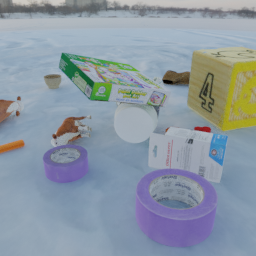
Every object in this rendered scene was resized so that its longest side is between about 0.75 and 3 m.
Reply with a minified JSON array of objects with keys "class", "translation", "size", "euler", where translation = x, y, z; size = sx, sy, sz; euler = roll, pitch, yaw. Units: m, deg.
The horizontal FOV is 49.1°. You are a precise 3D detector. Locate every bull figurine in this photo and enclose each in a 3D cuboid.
[{"class":"bull figurine","translation":[-5.630,-0.673,11.809],"size":[1.630,0.875,2.686],"euler":[2,23,10]},{"class":"bull figurine","translation":[-2.032,0.093,10.297],"size":[1.317,0.706,2.169],"euler":[-4,25,-2]}]

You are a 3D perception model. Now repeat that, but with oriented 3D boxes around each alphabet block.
[{"class":"alphabet block","translation":[4.472,-1.800,11.932],"size":[2.780,2.795,2.847],"euler":[-10,27,-17]}]

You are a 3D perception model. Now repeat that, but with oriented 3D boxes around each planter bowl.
[{"class":"planter bowl","translation":[-4.335,-2.671,16.251],"size":[1.012,0.681,1.012],"euler":[-1,25,0]}]

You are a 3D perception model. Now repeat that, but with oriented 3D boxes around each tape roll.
[{"class":"tape roll","translation":[1.111,1.792,6.630],"size":[1.876,0.797,1.876],"euler":[1,26,0]},{"class":"tape roll","translation":[-1.868,1.051,8.480],"size":[1.319,0.560,1.319],"euler":[0,26,0]}]

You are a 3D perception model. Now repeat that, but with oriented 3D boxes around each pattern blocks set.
[{"class":"pattern blocks set","translation":[2.114,0.501,9.991],"size":[2.642,0.214,2.322],"euler":[-2,25,-11]}]

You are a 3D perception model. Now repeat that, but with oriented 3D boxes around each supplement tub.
[{"class":"supplement tub","translation":[0.377,-0.550,10.666],"size":[1.582,1.582,2.254],"euler":[4,25,9]}]

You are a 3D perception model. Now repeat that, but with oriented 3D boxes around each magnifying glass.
[{"class":"magnifying glass","translation":[-4.654,0.806,9.381],"size":[2.290,0.256,0.911],"euler":[-16,29,-32]}]

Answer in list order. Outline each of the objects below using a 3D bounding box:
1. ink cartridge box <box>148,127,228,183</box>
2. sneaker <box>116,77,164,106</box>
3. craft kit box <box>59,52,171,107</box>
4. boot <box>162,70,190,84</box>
[{"class":"ink cartridge box","translation":[1.749,0.719,8.354],"size":[2.152,1.248,0.730],"euler":[10,25,20]},{"class":"sneaker","translation":[0.557,-1.763,13.632],"size":[2.593,1.039,0.912],"euler":[-22,29,-11]},{"class":"craft kit box","translation":[-0.517,-1.677,9.661],"size":[2.914,0.716,2.951],"euler":[4,26,-36]},{"class":"boot","translation":[3.154,-2.853,16.746],"size":[2.381,0.876,0.898],"euler":[12,46,33]}]
